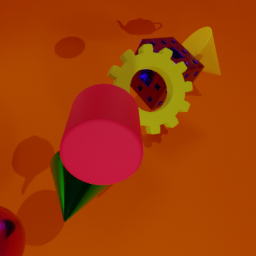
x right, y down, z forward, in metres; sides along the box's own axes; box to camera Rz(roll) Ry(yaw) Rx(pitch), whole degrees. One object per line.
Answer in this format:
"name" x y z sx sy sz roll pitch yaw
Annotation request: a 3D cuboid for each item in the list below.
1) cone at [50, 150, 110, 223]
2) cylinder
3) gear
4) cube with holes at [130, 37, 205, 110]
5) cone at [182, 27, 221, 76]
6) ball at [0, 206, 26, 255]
"cone" -0.867 1.061 4.510 1.133 1.133 1.138 4 32 3
"cylinder" -0.297 0.054 3.425 0.916 0.916 0.916 -1 33 -1
"gear" 0.363 -0.645 4.773 1.464 0.271 1.464 -1 92 -15
"cube with holes" 0.759 -1.221 6.149 1.048 1.048 1.048 -20 62 -41
"cone" 1.954 -1.667 6.973 1.150 1.146 1.146 36 52 -23
"ball" -2.266 1.842 4.395 1.244 1.244 1.244 0 54 0
